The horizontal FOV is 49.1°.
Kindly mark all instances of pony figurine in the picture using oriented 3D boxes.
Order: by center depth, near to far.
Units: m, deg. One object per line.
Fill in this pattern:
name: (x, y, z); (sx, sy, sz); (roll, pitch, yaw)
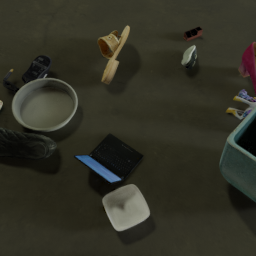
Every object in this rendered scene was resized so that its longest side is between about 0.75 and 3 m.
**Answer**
pony figurine: (4.452, -0.716, 9.873); (1.470, 1.224, 1.419); (35, 100, 21)

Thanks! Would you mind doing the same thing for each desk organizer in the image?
desk organizer: (2.962, -4.285, 12.741); (0.861, 0.332, 0.309); (-25, 59, -16)

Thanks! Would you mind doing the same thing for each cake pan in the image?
cake pan: (-2.985, -0.809, 10.195); (2.292, 0.420, 2.292); (2, 60, -4)

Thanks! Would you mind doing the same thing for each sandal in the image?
sandal: (-0.784, -3.266, 11.378); (1.019, 1.136, 3.099); (23, 61, -17)

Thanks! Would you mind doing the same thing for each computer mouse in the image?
computer mouse: (-4.008, -2.135, 11.223); (1.431, 0.469, 2.038); (22, 70, 10)

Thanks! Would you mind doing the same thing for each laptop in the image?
laptop: (-0.566, 0.893, 8.875); (1.508, 0.879, 1.701); (33, 62, 20)

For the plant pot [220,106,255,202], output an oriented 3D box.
plant pot: (4.049, 0.958, 7.859); (2.423, 2.468, 2.416); (38, 63, 22)

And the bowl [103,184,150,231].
bowl: (-0.056, 2.339, 8.156); (1.159, 0.433, 1.158); (-22, 59, -13)

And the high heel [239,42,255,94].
high heel: (5.283, -1.918, 10.500); (0.950, 1.353, 2.820); (-16, 57, -11)

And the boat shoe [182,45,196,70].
boat shoe: (2.622, -2.957, 11.782); (0.445, 0.558, 1.476); (45, 50, -20)

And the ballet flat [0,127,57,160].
ballet flat: (-3.837, 0.516, 9.353); (2.943, 0.836, 0.978); (12, 96, 10)

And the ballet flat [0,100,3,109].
ballet flat: (-5.081, -0.577, 10.138); (0.535, 0.452, 1.414); (18, 57, 13)
